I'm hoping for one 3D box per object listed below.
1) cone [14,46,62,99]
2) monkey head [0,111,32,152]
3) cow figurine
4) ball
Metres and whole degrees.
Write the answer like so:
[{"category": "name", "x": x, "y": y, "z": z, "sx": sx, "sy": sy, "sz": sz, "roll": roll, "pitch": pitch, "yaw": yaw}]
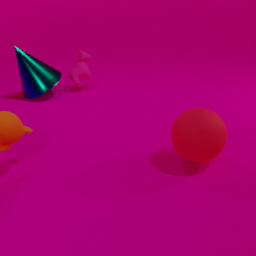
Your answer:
[{"category": "cone", "x": -3.270, "y": -2.043, "z": 9.280, "sx": 1.536, "sy": 1.542, "sz": 1.536, "roll": -19, "pitch": 37, "yaw": 15}, {"category": "monkey head", "x": -2.462, "y": -0.025, "z": 5.348, "sx": 0.875, "sy": 0.733, "sz": 1.217, "roll": 33, "pitch": -4, "yaw": 29}, {"category": "cow figurine", "x": -1.734, "y": -2.186, "z": 10.091, "sx": 1.122, "sy": 1.104, "sz": 0.616, "roll": -32, "pitch": 0, "yaw": -9}, {"category": "ball", "x": 1.471, "y": 0.145, "z": 5.863, "sx": 1.147, "sy": 1.147, "sz": 1.147, "roll": 0, "pitch": 27, "yaw": 0}]
